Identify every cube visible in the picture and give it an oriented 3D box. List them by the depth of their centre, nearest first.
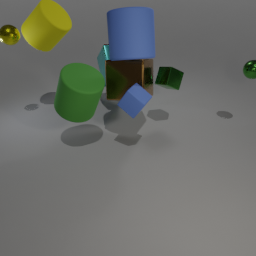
[{"bbox_3d":[0.221,-0.883,9.027,0.700,0.700,0.700,41,39,0],"label":"cube"},{"bbox_3d":[0.087,-1.783,10.186,1.400,1.400,1.400,4,15,18],"label":"cube"},{"bbox_3d":[1.573,-1.899,10.691,0.700,0.700,0.700,14,2,-36],"label":"cube"},{"bbox_3d":[-0.416,-2.729,12.138,1.400,1.400,1.400,-11,-5,-18],"label":"cube"}]

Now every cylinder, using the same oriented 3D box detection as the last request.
[{"bbox_3d":[0.103,-2.789,8.449,1.400,1.400,1.400,-3,14,1],"label":"cylinder"},{"bbox_3d":[-1.592,-1.130,9.063,1.400,1.400,1.400,13,47,-14],"label":"cylinder"},{"bbox_3d":[-3.123,-3.919,10.776,1.400,1.400,1.400,-32,12,34],"label":"cylinder"}]

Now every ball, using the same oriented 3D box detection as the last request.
[{"bbox_3d":[-4.191,-3.292,9.916,0.700,0.700,0.700,0,30,0],"label":"ball"},{"bbox_3d":[4.611,-2.156,10.327,0.700,0.700,0.700,0,30,0],"label":"ball"}]
